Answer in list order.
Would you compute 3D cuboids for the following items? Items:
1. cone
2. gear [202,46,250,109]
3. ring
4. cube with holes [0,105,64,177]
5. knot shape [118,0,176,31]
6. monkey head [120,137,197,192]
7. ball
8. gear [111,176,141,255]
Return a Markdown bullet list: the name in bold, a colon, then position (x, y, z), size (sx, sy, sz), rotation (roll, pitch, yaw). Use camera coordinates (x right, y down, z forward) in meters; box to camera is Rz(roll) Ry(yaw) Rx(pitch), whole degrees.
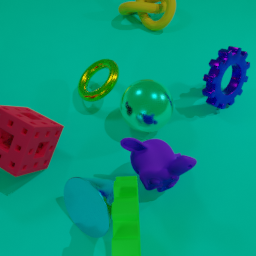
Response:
- **cone**: position (-0.447, 1.396, 5.954), size (1.286, 1.286, 1.291), rotation (38, 36, 24)
- **gear**: position (2.571, -1.292, 7.290), size (1.579, 1.579, 0.292), rotation (-34, 40, -22)
- **ring**: position (-0.805, -1.290, 7.491), size (1.325, 0.265, 1.325), rotation (-18, 54, 27)
- **cube with holes**: position (-2.333, 0.240, 6.170), size (1.104, 1.104, 1.104), rotation (26, 99, 16)
- **knot shape**: position (0.840, -4.226, 9.742), size (2.045, 0.945, 1.914), rotation (-36, 62, -14)
- **monkey head**: position (0.717, 0.637, 5.776), size (1.780, 1.280, 1.072), rotation (19, 44, -39)
- **ball**: position (0.457, -0.545, 6.917), size (1.325, 1.325, 1.325), rotation (0, 54, 0)
- **gear**: position (0.013, 1.819, 4.637), size (0.366, 1.977, 1.977), rotation (-3, 54, 2)
